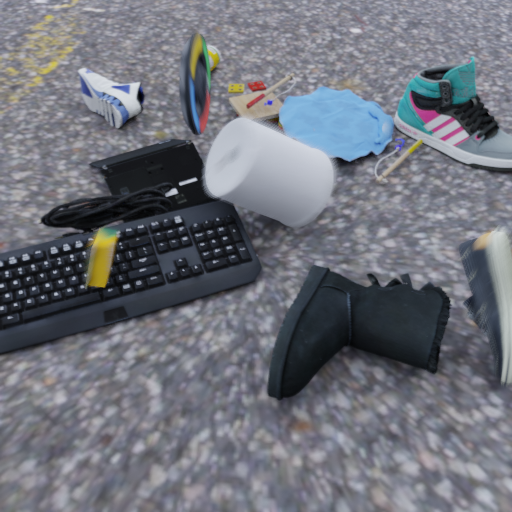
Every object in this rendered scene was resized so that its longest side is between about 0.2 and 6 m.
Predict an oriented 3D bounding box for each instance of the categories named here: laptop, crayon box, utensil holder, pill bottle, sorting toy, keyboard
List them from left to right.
[{"bbox_3d":[-2.741,-0.141,9.647,5.268,1.044,2.742,-15,52,-16],"label":"keyboard"},{"bbox_3d":[-2.453,0.043,8.897,0.283,0.690,1.097,11,16,-12],"label":"crayon box"},{"bbox_3d":[-2.209,-1.611,11.919,2.054,1.197,2.318,-22,74,-20],"label":"laptop"},{"bbox_3d":[-1.463,-5.239,15.254,0.603,0.603,1.069,19,47,18],"label":"pill bottle"},{"bbox_3d":[0.015,-3.576,13.712,1.116,0.392,2.315,-16,47,-16],"label":"sorting toy"},{"bbox_3d":[0.232,-1.512,10.247,1.840,1.564,1.564,18,32,-37],"label":"utensil holder"}]

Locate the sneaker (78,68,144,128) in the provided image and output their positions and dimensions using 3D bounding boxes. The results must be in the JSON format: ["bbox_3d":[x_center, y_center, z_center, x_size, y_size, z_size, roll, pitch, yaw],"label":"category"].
[{"bbox_3d":[-3.454,-3.958,13.905,1.163,0.813,2.013,-29,58,-31],"label":"sneaker"}]

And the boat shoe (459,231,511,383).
[{"bbox_3d":[3.474,0.764,8.289,0.700,2.250,0.839,-8,8,33],"label":"boat shoe"}]

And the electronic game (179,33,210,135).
[{"bbox_3d":[-1.254,-3.675,12.055,0.434,2.086,2.086,3,45,6],"label":"electronic game"}]

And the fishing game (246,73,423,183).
[{"bbox_3d":[1.843,-3.057,13.102,3.852,0.599,2.758,31,52,18],"label":"fishing game"}]

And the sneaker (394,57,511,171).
[{"bbox_3d":[4.640,-3.274,12.299,3.206,1.936,1.341,31,53,28],"label":"sneaker"}]

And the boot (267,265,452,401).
[{"bbox_3d":[1.606,1.239,8.406,2.270,1.025,2.770,14,41,16],"label":"boot"}]

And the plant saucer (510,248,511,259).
[{"bbox_3d":[5.242,0.153,9.340,2.111,0.364,2.111,-10,37,8],"label":"plant saucer"}]
